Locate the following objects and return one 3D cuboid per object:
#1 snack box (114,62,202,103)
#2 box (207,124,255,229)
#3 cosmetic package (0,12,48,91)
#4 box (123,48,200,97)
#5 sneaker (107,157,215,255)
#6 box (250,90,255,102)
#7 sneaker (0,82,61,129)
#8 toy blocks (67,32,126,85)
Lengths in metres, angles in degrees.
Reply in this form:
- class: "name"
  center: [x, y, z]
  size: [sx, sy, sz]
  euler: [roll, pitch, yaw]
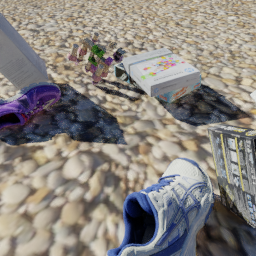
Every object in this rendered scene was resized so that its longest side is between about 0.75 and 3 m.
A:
- class: "snack box"
  center: [0.917, -1.732, 9.216]
  size: [1.493, 0.477, 2.571]
  euler: [-29, 44, -30]
- class: "box"
  center: [1.881, 0.763, 4.592]
  size: [0.381, 1.551, 1.251]
  euler: [-16, 10, -13]
- class: "cosmetic package"
  center: [-3.488, -2.250, 8.247]
  size: [0.955, 2.354, 1.328]
  euler: [-34, 39, 7]
- class: "box"
  center: [0.933, -1.754, 8.482]
  size: [1.578, 0.417, 2.024]
  euler: [-18, 41, -14]
- class: "sneaker"
  center: [0.580, 1.206, 4.372]
  size: [1.017, 1.190, 2.701]
  euler: [-32, 18, 34]
- class: "box"
  center: [4.267, -0.861, 6.777]
  size: [1.958, 0.954, 1.218]
  euler: [-39, 30, 21]
- class: "sneaker"
  center: [-2.688, -0.476, 7.404]
  size: [2.122, 0.856, 0.885]
  euler: [-29, 52, -21]
- class: "toy blocks"
  center: [-1.120, -2.224, 9.395]
  size: [1.358, 1.223, 1.453]
  euler: [39, 52, 3]
